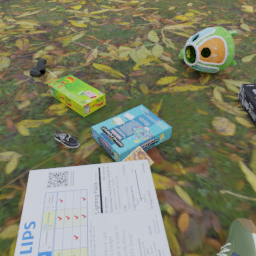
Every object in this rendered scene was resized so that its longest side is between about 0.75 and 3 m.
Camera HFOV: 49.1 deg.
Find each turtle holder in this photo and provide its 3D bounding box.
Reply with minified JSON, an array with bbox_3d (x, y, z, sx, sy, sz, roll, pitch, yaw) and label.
[{"bbox_3d":[3.569,-3.705,13.124,1.955,2.091,2.753,-16,44,-17],"label":"turtle holder"}]

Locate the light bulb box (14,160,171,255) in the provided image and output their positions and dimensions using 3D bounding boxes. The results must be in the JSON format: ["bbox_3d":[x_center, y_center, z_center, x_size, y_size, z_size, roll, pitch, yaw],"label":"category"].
[{"bbox_3d":[-0.733,2.375,6.182,2.852,1.780,2.827,-5,41,-5],"label":"light bulb box"}]

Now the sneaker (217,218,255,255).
[{"bbox_3d":[2.069,3.126,5.907,1.299,0.970,2.894,11,45,6],"label":"sneaker"}]

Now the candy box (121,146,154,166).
[{"bbox_3d":[0.140,1.073,7.919,1.041,0.288,0.601,-41,91,-2],"label":"candy box"}]

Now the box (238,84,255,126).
[{"bbox_3d":[6.098,-0.834,10.770,2.936,0.731,2.315,-2,41,-3],"label":"box"}]

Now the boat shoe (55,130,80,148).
[{"bbox_3d":[-2.128,0.358,9.703,1.049,0.317,0.388,25,46,26],"label":"boat shoe"}]

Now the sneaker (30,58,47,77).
[{"bbox_3d":[-4.167,-2.849,13.439,0.608,0.509,1.340,16,49,4],"label":"sneaker"}]

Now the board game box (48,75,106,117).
[{"bbox_3d":[-2.124,-1.388,11.585,2.285,0.544,1.161,32,50,32],"label":"board game box"}]

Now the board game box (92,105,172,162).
[{"bbox_3d":[0.127,0.151,9.782,2.226,0.522,1.681,-25,47,-27],"label":"board game box"}]
